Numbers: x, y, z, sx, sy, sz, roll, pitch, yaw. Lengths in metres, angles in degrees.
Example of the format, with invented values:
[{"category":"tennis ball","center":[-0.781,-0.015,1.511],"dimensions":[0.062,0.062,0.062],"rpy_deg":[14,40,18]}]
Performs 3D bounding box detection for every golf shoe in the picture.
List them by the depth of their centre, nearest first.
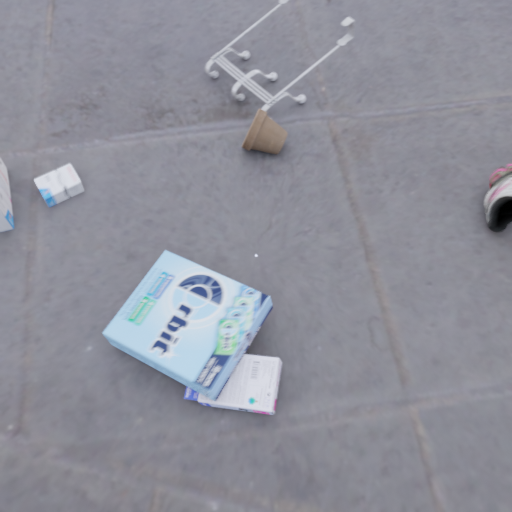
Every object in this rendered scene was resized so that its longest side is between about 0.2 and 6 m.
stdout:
[{"category":"golf shoe","center":[5.627,-1.456,10.796],"dimensions":[1.122,3.091,1.424],"rpy_deg":[25,64,-4]}]

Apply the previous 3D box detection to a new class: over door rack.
[{"category":"over door rack","center":[0.608,-4.921,13.720],"dimensions":[3.119,1.039,2.305],"rpy_deg":[-46,68,0]}]

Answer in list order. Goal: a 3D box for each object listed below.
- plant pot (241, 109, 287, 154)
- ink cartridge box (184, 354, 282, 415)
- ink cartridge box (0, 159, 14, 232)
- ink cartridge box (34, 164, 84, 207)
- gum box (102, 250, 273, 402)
[{"category":"plant pot","center":[0.232,-2.746,12.797],"dimensions":[0.845,0.969,0.969],"rpy_deg":[24,62,-8]},{"category":"ink cartridge box","center":[-0.407,2.249,10.070],"dimensions":[1.629,0.342,0.972],"rpy_deg":[4,65,13]},{"category":"ink cartridge box","center":[-5.685,-1.438,11.919],"dimensions":[0.579,0.983,1.708],"rpy_deg":[-15,61,-8]},{"category":"ink cartridge box","center":[-4.332,-1.553,12.345],"dimensions":[0.858,0.359,0.623],"rpy_deg":[-29,64,-15]},{"category":"gum box","center":[-1.245,1.199,10.347],"dimensions":[2.413,0.537,2.050],"rpy_deg":[23,63,22]}]
